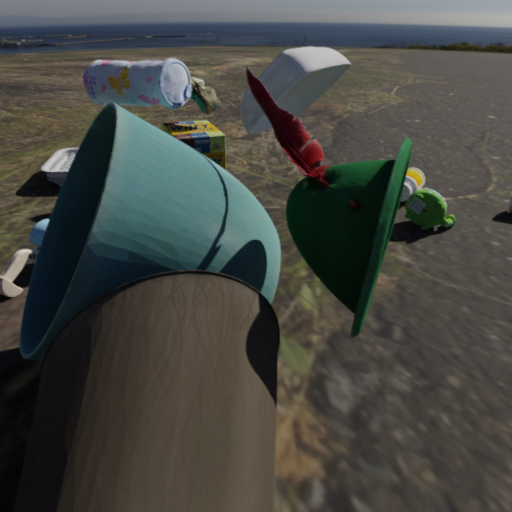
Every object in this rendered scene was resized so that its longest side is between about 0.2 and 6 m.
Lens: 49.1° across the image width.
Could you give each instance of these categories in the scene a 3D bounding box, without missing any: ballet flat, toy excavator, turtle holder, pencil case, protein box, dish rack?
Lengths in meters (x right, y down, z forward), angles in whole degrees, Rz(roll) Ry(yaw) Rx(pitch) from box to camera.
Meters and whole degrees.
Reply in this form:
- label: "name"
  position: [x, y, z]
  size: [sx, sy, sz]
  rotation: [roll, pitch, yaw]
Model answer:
- label: "ballet flat"
  position: [-1.416, -4.088, 13.981]
  size: [0.598, 0.539, 1.590]
  rotation: [-31, 58, -20]
- label: "toy excavator"
  position: [-3.922, -0.081, 10.304]
  size: [0.864, 1.682, 1.730]
  rotation: [16, 2, 28]
- label: "turtle holder"
  position: [3.929, -1.087, 12.545]
  size: [1.104, 0.838, 0.784]
  rotation: [10, 28, 22]
- label: "pencil case"
  position: [-1.659, -2.403, 7.808]
  size: [1.554, 0.646, 0.705]
  rotation: [10, 15, 28]
- label: "protein box"
  position: [-1.542, -2.294, 13.935]
  size: [1.188, 1.761, 1.748]
  rotation: [-9, 28, -17]
- label: "dish rack"
  position: [-4.378, -2.500, 15.701]
  size: [2.738, 0.596, 2.350]
  rotation: [-1, 27, -3]

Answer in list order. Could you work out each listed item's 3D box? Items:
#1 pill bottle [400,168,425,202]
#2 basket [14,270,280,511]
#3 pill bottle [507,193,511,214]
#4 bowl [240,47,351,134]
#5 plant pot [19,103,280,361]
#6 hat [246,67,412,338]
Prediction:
- label: "pill bottle"
  position: [3.822, -1.777, 14.173]
  size: [0.642, 0.642, 1.138]
  rotation: [14, 31, 26]
- label: "basket"
  position: [-0.932, 2.052, 4.699]
  size: [2.865, 2.161, 3.177]
  rotation: [-36, 29, 18]
- label: "pill bottle"
  position: [6.409, -1.179, 13.093]
  size: [0.902, 0.515, 0.515]
  rotation: [13, 29, 25]
- label: "bowl"
  position: [0.719, -3.713, 12.215]
  size: [2.234, 0.835, 2.237]
  rotation: [-38, -3, 42]
- label: "plant pot"
  position: [-1.316, 0.052, 7.667]
  size: [2.684, 3.344, 3.344]
  rotation: [21, 16, -27]
- label: "hat"
  position: [0.425, -0.594, 6.762]
  size: [2.419, 2.276, 2.748]
  rotation: [16, 35, 13]
